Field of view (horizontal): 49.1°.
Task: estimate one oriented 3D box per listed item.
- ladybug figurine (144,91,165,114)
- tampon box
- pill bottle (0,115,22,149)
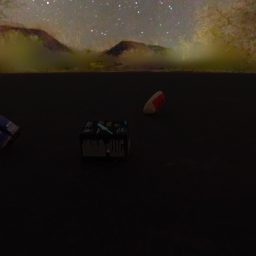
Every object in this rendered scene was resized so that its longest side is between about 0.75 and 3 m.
[{"bbox_3d":[1.077,-0.968,10.940,0.427,0.805,1.187,36,62,14],"label":"ladybug figurine"},{"bbox_3d":[-0.485,0.262,6.075,1.010,0.638,0.757,1,24,3],"label":"tampon box"},{"bbox_3d":[-3.071,-0.037,6.442,1.082,0.605,0.605,37,7,-14],"label":"pill bottle"}]
